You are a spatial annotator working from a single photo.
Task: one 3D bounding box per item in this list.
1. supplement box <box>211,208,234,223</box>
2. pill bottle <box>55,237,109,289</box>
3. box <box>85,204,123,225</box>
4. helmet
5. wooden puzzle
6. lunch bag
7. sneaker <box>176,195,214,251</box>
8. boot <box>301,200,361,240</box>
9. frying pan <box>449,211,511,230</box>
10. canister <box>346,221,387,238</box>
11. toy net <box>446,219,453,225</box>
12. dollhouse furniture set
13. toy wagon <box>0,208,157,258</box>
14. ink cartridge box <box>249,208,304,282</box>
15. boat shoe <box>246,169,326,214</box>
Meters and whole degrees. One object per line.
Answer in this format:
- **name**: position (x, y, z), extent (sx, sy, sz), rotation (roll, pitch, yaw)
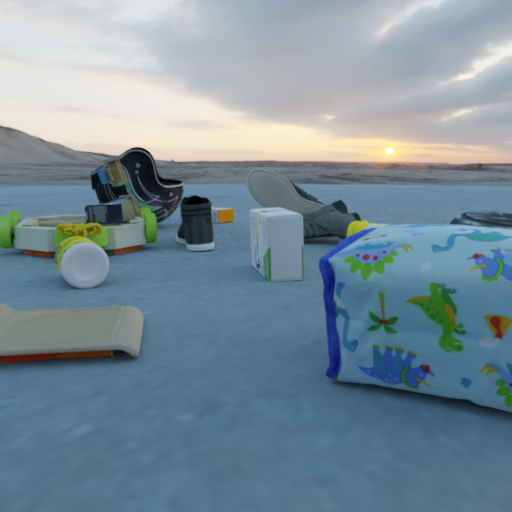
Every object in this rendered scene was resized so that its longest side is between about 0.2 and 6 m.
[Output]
- **supplement box**: position (-1.354, -1.259, 17.298), extent (1.151, 0.423, 0.725), rotation (6, 11, 35)
- **pill bottle**: position (-2.655, 0.065, 8.429), extent (0.671, 0.671, 1.193), rotation (-4, 10, -25)
- **box**: position (-3.020, -0.817, 11.099), extent (0.673, 0.418, 0.679), rotation (-5, 4, -20)
- **helmet**: position (-3.236, -1.835, 15.552), extent (2.253, 2.148, 2.253), rotation (-29, 17, 10)
- **wooden puzzle**: position (-1.910, 0.765, 5.548), extent (1.524, 0.284, 1.410), rotation (3, 8, -10)
- **lunch bag**: position (1.763, 0.323, 4.784), extent (1.812, 1.358, 2.131), rotation (5, 20, 29)
- **sneaker**: position (-1.335, -0.789, 12.298), extent (0.791, 1.110, 2.238), rotation (-4, 9, -13)
- **boot**: position (1.510, -0.536, 12.394), extent (1.424, 0.738, 2.180), rotation (-17, 23, -4)
- **frying pan**: position (4.418, -0.343, 10.223), extent (2.079, 0.559, 3.436), rotation (10, 16, 25)
- **canister**: position (2.567, -0.270, 10.581), extent (1.522, 0.659, 1.130), rotation (5, 10, 21)
- **toy net**: position (4.954, -0.436, 12.273), extent (1.361, 0.501, 2.594), rotation (4, 11, 6)
- **dollhouse furniture set**: position (-3.285, -1.376, 12.199), extent (0.950, 1.348, 0.945), rotation (-23, 15, -27)
- **toy wagon**: position (-3.624, -0.488, 11.551), extent (3.056, 0.779, 3.939), rotation (-3, 10, -15)
- **ink cartridge box**: position (0.307, -0.221, 9.080), extent (0.588, 1.014, 1.400), rotation (-4, 10, -11)
- **boat shoe**: position (0.927, -1.265, 13.808), extent (2.718, 0.909, 0.774), rotation (28, 1, -9)
